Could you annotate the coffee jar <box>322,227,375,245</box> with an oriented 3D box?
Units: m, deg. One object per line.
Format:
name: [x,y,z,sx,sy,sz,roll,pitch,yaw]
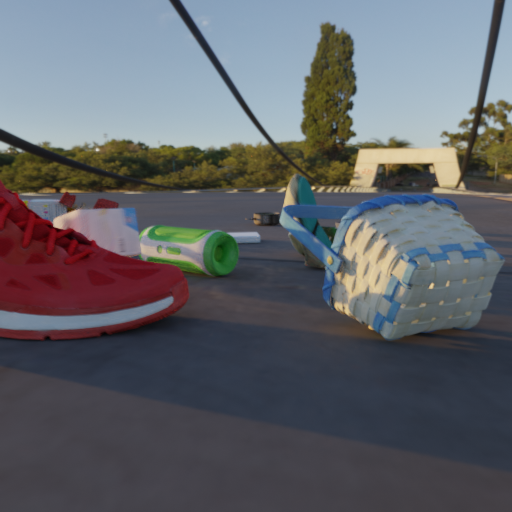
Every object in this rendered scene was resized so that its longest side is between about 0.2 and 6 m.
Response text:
coffee jar: [1.429,-0.217,9.756,1.306,0.557,0.681,6,5,42]

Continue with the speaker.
speaker: [-1.062,-0.093,8.464,1.630,0.721,0.721,7,11,39]

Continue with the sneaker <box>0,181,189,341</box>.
sneaker: [-2.265,-0.239,5.361,3.200,1.849,1.254,-1,8,-7]

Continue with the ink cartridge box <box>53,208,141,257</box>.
ink cartridge box: [-2.025,-0.237,6.972,0.598,0.614,0.955,-11,-3,43]

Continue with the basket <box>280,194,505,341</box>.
basket: [1.254,-0.036,5.462,1.593,1.257,1.807,-3,36,-25]

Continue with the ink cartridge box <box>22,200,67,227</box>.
ink cartridge box: [-4.560,-0.621,11.100,1.338,0.972,0.968,-6,10,-37]

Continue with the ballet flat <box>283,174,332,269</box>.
ballet flat: [0.675,-0.424,8.322,0.562,1.802,0.608,-1,46,29]

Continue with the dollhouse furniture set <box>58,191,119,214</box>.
dollhouse furniture set: [-3.283,-0.743,11.003,1.595,0.649,0.859,15,-18,20]

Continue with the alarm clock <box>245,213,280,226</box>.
alarm clock: [0.211,-1.071,16.354,1.137,0.378,0.767,-1,9,-24]

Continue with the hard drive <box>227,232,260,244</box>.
hard drive: [-0.610,-0.390,12.311,1.326,0.174,0.874,-1,8,-5]

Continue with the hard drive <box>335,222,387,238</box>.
hard drive: [2.968,-0.609,12.980,1.977,0.418,1.334,4,9,28]
